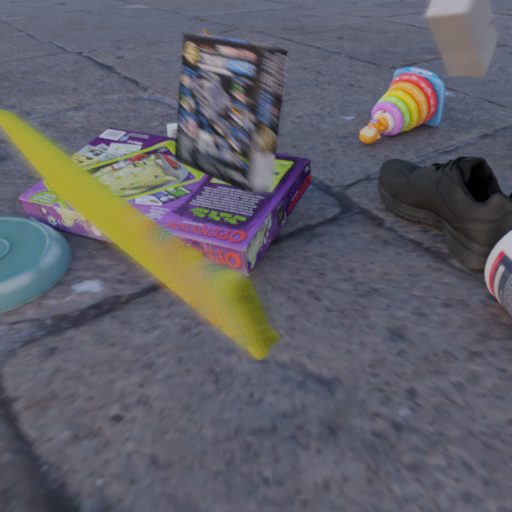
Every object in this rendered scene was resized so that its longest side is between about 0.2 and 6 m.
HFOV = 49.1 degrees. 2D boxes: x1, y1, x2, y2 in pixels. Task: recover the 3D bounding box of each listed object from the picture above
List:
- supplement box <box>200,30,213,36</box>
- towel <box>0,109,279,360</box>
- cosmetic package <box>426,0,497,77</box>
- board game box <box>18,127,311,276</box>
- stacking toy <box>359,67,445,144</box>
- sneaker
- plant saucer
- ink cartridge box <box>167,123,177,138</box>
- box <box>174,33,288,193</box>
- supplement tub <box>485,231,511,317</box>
[{"bbox_3d":[-1.128,-4.256,11.545,0.745,0.411,0.319,-18,51,52],"label":"supplement box"},{"bbox_3d":[-1.416,-0.353,6.402,3.989,1.717,0.360,35,71,27],"label":"towel"},{"bbox_3d":[3.708,-4.093,10.017,0.782,1.735,0.927,15,79,33],"label":"cosmetic package"},{"bbox_3d":[-1.722,-1.261,10.838,4.876,0.788,2.927,14,41,23],"label":"board game box"},{"bbox_3d":[3.542,-3.652,14.492,1.540,1.456,2.654,31,57,35],"label":"stacking toy"},{"bbox_3d":[3.613,-1.229,10.430,1.361,1.627,3.585,-17,37,-22],"label":"sneaker"},{"bbox_3d":[-4.677,0.055,9.638,2.854,0.391,2.854,0,35,0],"label":"plant saucer"},{"bbox_3d":[-1.662,-2.609,13.033,0.690,0.954,0.404,-13,36,-18],"label":"ink cartridge box"},{"bbox_3d":[-0.392,-1.859,7.137,0.428,1.710,1.723,-10,27,-39],"label":"box"},{"bbox_3d":[4.373,0.610,7.754,1.542,1.542,2.197,-6,35,-8],"label":"supplement tub"}]
